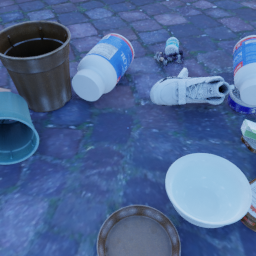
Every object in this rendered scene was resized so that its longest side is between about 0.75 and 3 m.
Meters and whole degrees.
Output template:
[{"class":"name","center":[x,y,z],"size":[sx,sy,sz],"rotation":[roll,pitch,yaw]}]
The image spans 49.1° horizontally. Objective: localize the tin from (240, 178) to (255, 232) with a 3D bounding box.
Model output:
[{"class":"tin","center":[4.197,1.944,7.951],"size":[2.561,0.536,1.434],"rotation":[-24,46,-22]}]

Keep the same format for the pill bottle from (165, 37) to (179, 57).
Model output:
[{"class":"pill bottle","center":[2.145,-3.969,13.611],"size":[0.621,0.621,1.120],"rotation":[7,46,6]}]

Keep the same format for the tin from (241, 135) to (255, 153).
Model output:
[{"class":"tin","center":[4.245,0.501,9.571],"size":[0.482,0.180,0.861],"rotation":[-13,47,-18]}]

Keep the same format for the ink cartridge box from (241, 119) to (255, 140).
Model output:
[{"class":"ink cartridge box","center":[4.381,0.311,8.867],"size":[1.352,0.446,1.858],"rotation":[22,20,10]}]

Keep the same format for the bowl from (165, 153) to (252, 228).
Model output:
[{"class":"bowl","center":[2.097,1.831,7.678],"size":[2.219,0.997,2.219],"rotation":[0,46,0]}]

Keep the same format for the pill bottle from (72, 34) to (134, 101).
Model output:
[{"class":"pill bottle","center":[-1.014,-2.446,11.414],"size":[1.667,1.667,2.970],"rotation":[17,49,16]}]

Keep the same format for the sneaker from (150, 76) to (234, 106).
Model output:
[{"class":"sneaker","center":[2.333,-1.365,10.104],"size":[2.872,1.079,1.651],"rotation":[-9,11,-20]}]

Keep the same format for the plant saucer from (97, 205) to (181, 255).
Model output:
[{"class":"plant saucer","center":[0.262,2.951,7.042],"size":[2.075,0.357,2.075],"rotation":[1,46,-1]}]

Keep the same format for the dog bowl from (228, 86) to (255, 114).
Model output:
[{"class":"dog bowl","center":[4.584,-1.134,10.890],"size":[1.296,0.510,1.296],"rotation":[1,44,-1]}]

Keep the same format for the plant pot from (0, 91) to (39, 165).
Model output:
[{"class":"plant pot","center":[-3.946,-0.132,9.081],"size":[1.887,1.887,1.848],"rotation":[-13,43,-13]}]

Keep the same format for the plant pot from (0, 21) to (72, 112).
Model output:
[{"class":"plant pot","center":[-3.293,-2.191,10.485],"size":[2.645,2.618,2.645],"rotation":[0,46,0]}]

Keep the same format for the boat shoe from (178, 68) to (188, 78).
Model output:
[{"class":"boat shoe","center":[2.219,-1.746,11.450],"size":[0.638,0.671,1.863],"rotation":[28,48,0]}]

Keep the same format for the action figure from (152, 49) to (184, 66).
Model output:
[{"class":"action figure","center":[1.863,-3.281,13.066],"size":[1.442,0.500,0.938],"rotation":[-4,53,1]}]

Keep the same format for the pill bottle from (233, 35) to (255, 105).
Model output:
[{"class":"pill bottle","center":[4.728,-2.160,10.518],"size":[1.441,1.441,2.568],"rotation":[8,53,8]}]
